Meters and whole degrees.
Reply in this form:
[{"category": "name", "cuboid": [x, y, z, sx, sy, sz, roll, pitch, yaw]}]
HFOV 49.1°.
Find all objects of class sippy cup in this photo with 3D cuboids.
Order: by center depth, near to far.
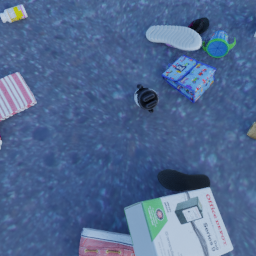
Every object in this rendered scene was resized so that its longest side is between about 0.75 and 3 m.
[{"category": "sippy cup", "cuboid": [3.914, -3.680, 12.073, 1.225, 0.962, 0.898, 22, 58, -1]}]

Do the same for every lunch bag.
[{"category": "lunch bag", "cuboid": [2.423, -2.166, 11.543, 1.856, 0.873, 1.397, 38, 77, 26]}]

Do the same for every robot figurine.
[{"category": "robot figurine", "cuboid": [0.683, -1.131, 10.782, 0.820, 1.314, 0.987, 10, 102, -15]}]

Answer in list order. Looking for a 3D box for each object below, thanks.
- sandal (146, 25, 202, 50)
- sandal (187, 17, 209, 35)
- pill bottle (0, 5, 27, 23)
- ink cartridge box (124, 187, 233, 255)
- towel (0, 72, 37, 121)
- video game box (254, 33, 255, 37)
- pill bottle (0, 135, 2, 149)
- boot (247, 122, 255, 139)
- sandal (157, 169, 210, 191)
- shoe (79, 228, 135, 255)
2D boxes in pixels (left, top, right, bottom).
[{"category": "sandal", "cuboid": [2.032, -3.927, 12.274, 2.575, 0.633, 1.048, 25, 79, 24]}, {"category": "sandal", "cuboid": [2.971, -4.484, 12.599, 1.850, 0.443, 0.695, -34, 71, -12]}, {"category": "pill bottle", "cuboid": [-5.245, -5.205, 12.828, 1.105, 0.576, 0.576, -22, 69, -8]}, {"category": "ink cartridge box", "cuboid": [1.536, 3.058, 8.459, 2.795, 1.175, 2.040, -3, 66, -33]}, {"category": "towel", "cuboid": [-5.124, -1.118, 11.308, 2.405, 0.360, 1.760, -30, 71, -14]}, {"category": "video game box", "cuboid": [6.158, -4.907, 12.293, 0.344, 1.340, 1.471, 29, 70, 11]}, {"category": "pill bottle", "cuboid": [-5.090, 0.355, 10.543, 0.564, 0.564, 1.003, -20, 69, -8]}, {"category": "boot", "cuboid": [5.414, 0.131, 10.722, 1.302, 0.430, 1.140, 32, 71, 13]}, {"category": "sandal", "cuboid": [1.956, 1.942, 10.012, 1.960, 0.469, 0.737, 10, 67, -10]}, {"category": "shoe", "cuboid": [-0.261, 4.026, 8.888, 2.694, 0.963, 1.226, 8, 73, 6]}]
